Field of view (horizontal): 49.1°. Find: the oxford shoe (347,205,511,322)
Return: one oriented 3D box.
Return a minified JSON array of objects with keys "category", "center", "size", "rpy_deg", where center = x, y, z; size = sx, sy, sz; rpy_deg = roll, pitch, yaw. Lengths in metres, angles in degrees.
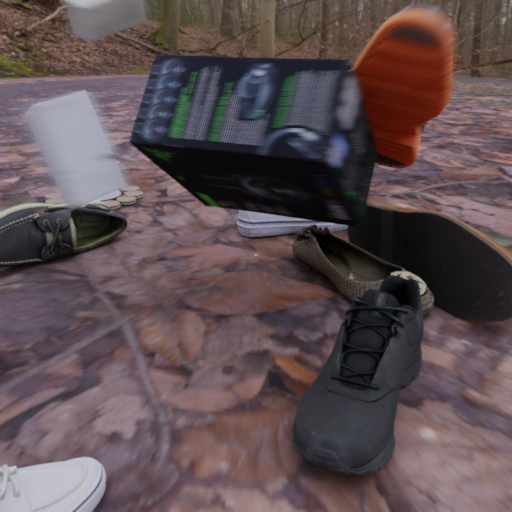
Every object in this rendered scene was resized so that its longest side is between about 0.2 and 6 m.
[{"category":"oxford shoe","center":[2.854,-0.124,8.465],"size":[1.301,1.302,3.650],"rpy_deg":[-4,21,-21]}]

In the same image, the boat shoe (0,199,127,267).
[{"category":"boat shoe","center":[-3.368,-0.429,9.538],"size":[0.889,0.967,2.706],"rpy_deg":[9,19,33]}]

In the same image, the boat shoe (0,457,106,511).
[{"category":"boat shoe","center":[-2.023,1.920,4.252],"size":[1.810,0.632,0.642],"rpy_deg":[-15,27,-33]}]

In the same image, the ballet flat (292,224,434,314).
[{"category":"ballet flat","center":[1.502,0.128,8.550],"size":[0.976,0.671,2.896],"rpy_deg":[-12,25,-27]}]

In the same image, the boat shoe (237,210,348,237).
[{"category":"boat shoe","center":[0.955,-0.968,10.903],"size":[2.712,0.906,0.998],"rpy_deg":[-10,25,-24]}]

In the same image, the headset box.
[{"category":"headset box","center":[0.020,-1.475,7.478],"size":[2.726,1.265,2.374],"rpy_deg":[10,-11,21]}]

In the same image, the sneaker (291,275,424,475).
[{"category":"sneaker","center":[1.087,1.035,5.652],"size":[1.025,1.225,2.699],"rpy_deg":[11,26,21]}]

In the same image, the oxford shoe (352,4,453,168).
[{"category":"oxford shoe","center":[1.931,-2.368,7.446],"size":[1.228,1.256,3.445],"rpy_deg":[19,-9,8]}]

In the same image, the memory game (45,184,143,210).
[{"category":"memory game","center":[-3.711,-1.370,12.902],"size":[2.215,0.141,2.215],"rpy_deg":[0,22,0]}]

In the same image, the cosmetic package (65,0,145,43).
[{"category":"cosmetic package","center":[-2.187,-3.594,8.201],"size":[1.019,0.526,0.444],"rpy_deg":[-35,56,-30]}]

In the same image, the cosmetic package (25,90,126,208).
[{"category":"cosmetic package","center":[-2.291,-1.342,7.135],"size":[0.736,1.304,0.529],"rpy_deg":[-29,15,-27]}]
